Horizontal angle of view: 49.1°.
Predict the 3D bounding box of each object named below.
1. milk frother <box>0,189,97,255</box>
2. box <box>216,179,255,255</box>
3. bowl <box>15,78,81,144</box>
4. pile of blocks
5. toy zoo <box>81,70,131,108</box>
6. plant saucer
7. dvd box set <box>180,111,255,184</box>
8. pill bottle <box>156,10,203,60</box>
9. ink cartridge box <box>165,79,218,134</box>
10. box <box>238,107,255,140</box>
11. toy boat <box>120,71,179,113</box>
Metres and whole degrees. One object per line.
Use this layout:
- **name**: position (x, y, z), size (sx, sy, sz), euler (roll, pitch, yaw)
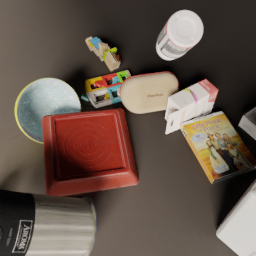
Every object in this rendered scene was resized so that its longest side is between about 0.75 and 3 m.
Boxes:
- **milk frother**: position (-2.728, 2.588, 7.420), size (2.677, 2.569, 2.846), euler (16, 12, -31)
- **box**: position (4.345, 2.091, 6.997), size (2.559, 2.973, 2.988), euler (38, 61, 25)
- **bowl**: position (-2.955, -0.623, 9.927), size (2.271, 2.271, 1.222), euler (-40, 27, -26)
- **pile of blocks**: position (-1.007, -3.586, 12.564), size (0.761, 1.006, 2.450), euler (-30, 58, -21)
- **toy zoo**: position (-0.808, -1.592, 11.523), size (2.268, 0.232, 1.488), euler (-16, 54, -12)
- **plant saucer**: position (-1.294, 0.591, 9.240), size (2.936, 0.540, 2.941), euler (-6, 62, -11)
- **dvd box set**: position (3.101, 0.585, 9.733), size (1.732, 0.348, 2.367), euler (-15, 57, -11)
- **pill bottle**: position (1.321, -2.433, 7.614), size (0.927, 1.628, 0.927), euler (0, 90, -6)
- **ink cartridge box**: position (2.123, -0.764, 10.249), size (2.169, 1.263, 0.732), euler (-26, 57, -19)
- **box**: position (4.759, -0.195, 10.224), size (0.932, 0.612, 0.937), euler (-30, 58, -21)
- **toy boat**: position (0.777, -1.467, 10.927), size (2.249, 1.468, 1.470), euler (-8, 23, -7)
